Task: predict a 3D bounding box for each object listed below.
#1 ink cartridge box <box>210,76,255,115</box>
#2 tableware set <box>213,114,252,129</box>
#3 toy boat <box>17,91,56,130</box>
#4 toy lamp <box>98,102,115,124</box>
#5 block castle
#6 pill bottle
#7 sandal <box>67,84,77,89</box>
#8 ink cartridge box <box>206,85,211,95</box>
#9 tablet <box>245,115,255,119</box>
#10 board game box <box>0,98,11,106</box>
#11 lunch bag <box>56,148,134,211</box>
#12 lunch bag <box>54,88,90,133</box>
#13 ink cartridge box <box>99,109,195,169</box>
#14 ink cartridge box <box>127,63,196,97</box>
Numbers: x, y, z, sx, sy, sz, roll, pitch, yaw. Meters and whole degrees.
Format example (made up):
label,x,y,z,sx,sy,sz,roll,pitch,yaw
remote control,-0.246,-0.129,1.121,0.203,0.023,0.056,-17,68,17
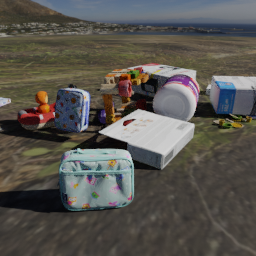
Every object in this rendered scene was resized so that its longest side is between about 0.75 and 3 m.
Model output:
label,x,y,z,sx,sy,sz,roll,pitch,yaw
ink cartridge box,4.854,-1.350,11.341,2.708,1.163,1.983,4,24,7
tableware set,3.933,-0.269,10.318,1.382,0.212,0.931,-8,25,-19
toy boat,-3.026,-0.728,10.094,1.862,1.217,1.215,-14,27,-29
toy lamp,-0.836,-0.632,10.812,0.525,0.525,1.803,0,22,1
block castle,0.093,-1.107,10.181,1.339,1.907,2.854,-1,22,14
pill bottle,1.957,-1.228,10.878,1.523,1.523,2.709,7,24,16
sandal,-2.902,-2.054,14.407,0.513,0.289,1.350,-2,23,-5
ink cartridge box,4.249,-1.896,13.971,0.586,0.339,0.803,9,25,21
tablet,5.053,-0.693,11.438,1.036,0.109,1.592,-2,23,-4
board game box,-5.865,-1.130,12.365,0.901,0.186,0.903,10,25,21
lunch bag,-0.677,1.044,5.853,1.591,1.276,0.613,-2,23,-7
lunch bag,-1.730,-0.532,8.864,1.127,1.407,0.532,10,12,19
ink cartridge box,0.632,0.218,8.630,2.109,0.529,2.430,16,28,28
ink cartridge box,1.652,-2.360,13.977,2.846,1.178,2.074,21,31,40
